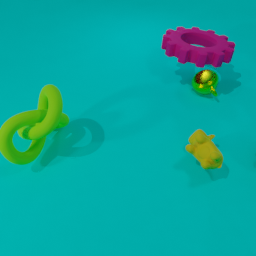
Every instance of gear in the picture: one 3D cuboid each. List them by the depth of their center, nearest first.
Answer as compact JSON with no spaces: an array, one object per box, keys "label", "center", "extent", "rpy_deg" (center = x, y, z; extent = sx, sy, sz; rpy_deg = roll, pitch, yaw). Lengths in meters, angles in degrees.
[{"label":"gear","center":[1.940,-2.296,7.804],"extent":[1.948,0.360,1.948],"rpy_deg":[4,39,-3]}]

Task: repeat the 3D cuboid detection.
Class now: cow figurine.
[{"label":"cow figurine","center":[1.753,0.485,6.285],"extent":[0.605,1.084,1.102],"rpy_deg":[-49,54,19]}]

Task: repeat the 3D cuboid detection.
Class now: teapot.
[{"label":"teapot","center":[2.250,-1.319,8.161],"extent":[0.770,0.606,1.239],"rpy_deg":[-33,45,8]}]

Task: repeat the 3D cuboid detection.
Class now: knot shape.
[{"label":"knot shape","center":[-1.980,-0.169,6.370],"extent":[0.879,1.781,1.903],"rpy_deg":[39,31,-2]}]
